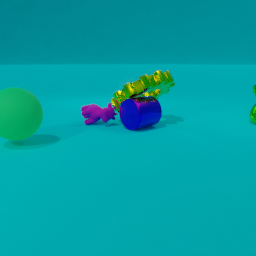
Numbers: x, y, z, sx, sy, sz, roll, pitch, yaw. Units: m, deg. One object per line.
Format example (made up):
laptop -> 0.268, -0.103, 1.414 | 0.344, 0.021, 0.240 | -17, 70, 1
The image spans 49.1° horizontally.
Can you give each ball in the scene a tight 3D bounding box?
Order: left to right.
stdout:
ball -> -2.401, -0.298, 5.983 | 1.126, 1.126, 1.126 | 0, 14, 0

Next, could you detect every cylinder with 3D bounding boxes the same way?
cylinder -> 0.335, -0.413, 7.514 | 0.836, 0.836, 0.836 | -13, 19, -42

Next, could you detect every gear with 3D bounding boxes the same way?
gear -> 0.429, -1.022, 8.124 | 1.883, 0.348, 1.883 | -24, -10, -4

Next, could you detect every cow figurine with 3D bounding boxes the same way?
cow figurine -> -0.822, -0.445, 7.985 | 0.977, 0.545, 0.993 | -17, 24, -5

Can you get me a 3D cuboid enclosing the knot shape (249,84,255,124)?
knot shape -> 4.066, -0.590, 8.015 | 1.421, 0.657, 1.330 | 34, 67, 18
